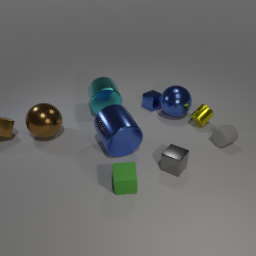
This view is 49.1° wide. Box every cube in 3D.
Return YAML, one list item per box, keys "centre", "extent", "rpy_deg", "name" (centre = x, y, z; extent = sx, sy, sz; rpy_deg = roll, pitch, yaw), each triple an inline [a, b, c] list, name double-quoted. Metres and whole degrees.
- centre: [-0.086, 1.534, 8.572]
  extent: [0.700, 0.700, 0.700]
  rpy_deg: [-4, 42, -1]
  name: "cube"
- centre: [-4.954, -0.062, 10.908]
  extent: [0.700, 0.700, 0.700]
  rpy_deg: [13, 2, -44]
  name: "cube"
- centre: [1.158, -1.299, 13.229]
  extent: [0.700, 0.700, 0.700]
  rpy_deg: [-24, 39, -33]
  name: "cube"
- centre: [1.572, 1.078, 9.435]
  extent: [0.700, 0.700, 0.700]
  rpy_deg: [20, 37, 29]
  name: "cube"

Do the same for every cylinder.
- centre: [-1.062, -1.432, 12.770]
  extent: [1.400, 1.400, 1.400]
  rpy_deg: [-6, 32, -9]
  name: "cylinder"
- centre: [-0.365, 0.081, 10.181]
  extent: [1.400, 1.400, 1.400]
  rpy_deg: [-13, 44, -20]
  name: "cylinder"
- centre: [3.682, 0.290, 10.650]
  extent: [0.700, 0.700, 0.700]
  rpy_deg: [-18, 36, -28]
  name: "cylinder"
- centre: [3.119, -0.534, 11.782]
  extent: [0.700, 0.700, 0.700]
  rpy_deg: [-44, 44, -6]
  name: "cylinder"

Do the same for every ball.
- centre: [2.106, -1.179, 12.345]
  extent: [1.400, 1.400, 1.400]
  rpy_deg: [0, 32, 0]
  name: "ball"
- centre: [-3.282, -0.285, 10.974]
  extent: [1.400, 1.400, 1.400]
  rpy_deg: [0, 32, 0]
  name: "ball"
